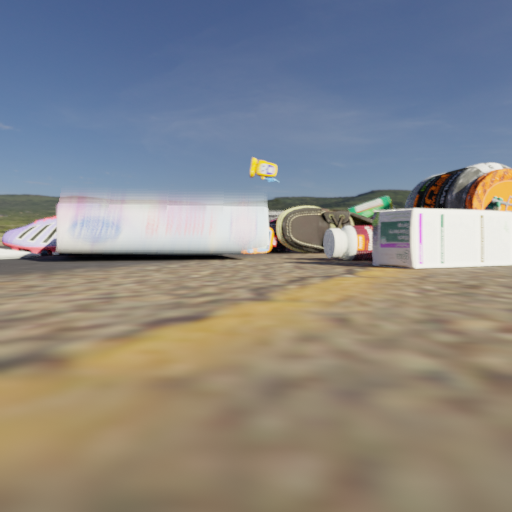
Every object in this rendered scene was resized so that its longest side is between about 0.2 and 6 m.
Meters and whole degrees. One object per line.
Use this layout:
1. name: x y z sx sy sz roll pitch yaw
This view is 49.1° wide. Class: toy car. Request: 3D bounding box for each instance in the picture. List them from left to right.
1. toy car: 0.146 -1.096 11.989 0.811 2.436 1.195 9 -13 0

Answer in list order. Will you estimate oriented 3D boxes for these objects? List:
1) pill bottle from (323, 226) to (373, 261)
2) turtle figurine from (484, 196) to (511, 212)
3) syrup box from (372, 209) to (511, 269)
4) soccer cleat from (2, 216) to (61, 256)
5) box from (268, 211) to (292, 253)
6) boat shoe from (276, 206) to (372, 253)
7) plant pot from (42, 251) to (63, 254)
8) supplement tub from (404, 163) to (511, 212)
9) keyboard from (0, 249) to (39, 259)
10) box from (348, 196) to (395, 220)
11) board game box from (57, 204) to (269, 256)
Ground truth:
1. pill bottle: 1.501 -0.183 8.174 0.946 0.518 0.518 -1 2 -16
2. turtle figurine: 3.188 -0.251 7.927 1.489 0.749 1.114 -1 42 17
3. syrup box: 2.161 -0.200 6.434 1.639 0.667 0.645 0 1 -30
4. soccer cleat: -3.563 -0.496 10.785 2.588 0.989 0.863 1 2 3
5. box: 0.197 -0.573 13.425 1.142 0.991 1.728 1 3 -8
6. boat shoe: 1.776 -0.589 12.290 2.954 1.081 0.957 -1 -3 -37
7. plant pot: -4.059 -0.277 11.727 0.551 0.539 0.541 9 5 22
8. supplement tub: 4.535 -0.956 11.908 1.860 1.860 3.035 0 1 -7
9. keyboard: -4.429 -0.005 8.255 0.890 0.169 3.162 0 2 9
10. box: 3.047 -1.045 14.365 1.048 0.432 1.786 -17 -13 16
11. board game box: -1.621 -0.350 9.048 2.926 0.603 2.933 0 -2 -18
